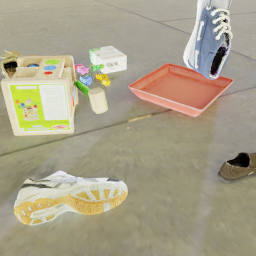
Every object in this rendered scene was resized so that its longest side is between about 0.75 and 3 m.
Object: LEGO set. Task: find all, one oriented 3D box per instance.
[{"bbox_3d":[-1.158,-2.135,11.357,2.014,0.768,0.827,-13,39,-29],"label":"LEGO set"}]

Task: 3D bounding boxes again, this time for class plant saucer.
[{"bbox_3d":[2.011,-1.469,10.512,2.960,0.543,2.954,22,40,30],"label":"plant saucer"}]

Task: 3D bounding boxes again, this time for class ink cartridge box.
[{"bbox_3d":[-0.921,-3.163,12.884,1.171,0.675,1.605,-16,37,-22],"label":"ink cartridge box"}]

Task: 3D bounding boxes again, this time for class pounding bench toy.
[{"bbox_3d":[-2.094,-1.170,8.957,2.864,1.779,2.234,-2,34,-3],"label":"pounding bench toy"}]

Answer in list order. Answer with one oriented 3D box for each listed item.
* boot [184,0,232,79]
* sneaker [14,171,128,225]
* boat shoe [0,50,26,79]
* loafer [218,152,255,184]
[{"bbox_3d":[1.334,-1.506,4.115,0.552,1.517,0.685,-4,33,-22],"label":"boot"},{"bbox_3d":[-1.218,1.299,6.100,2.364,0.894,1.036,-6,34,-10],"label":"sneaker"},{"bbox_3d":[-4.327,-2.269,10.887,1.084,0.927,2.957,-14,49,-20],"label":"boat shoe"},{"bbox_3d":[3.010,0.887,6.970,1.651,0.589,0.603,-17,38,-23],"label":"loafer"}]
